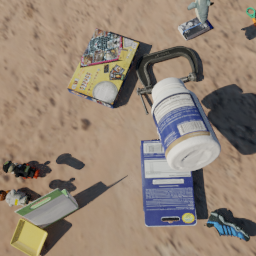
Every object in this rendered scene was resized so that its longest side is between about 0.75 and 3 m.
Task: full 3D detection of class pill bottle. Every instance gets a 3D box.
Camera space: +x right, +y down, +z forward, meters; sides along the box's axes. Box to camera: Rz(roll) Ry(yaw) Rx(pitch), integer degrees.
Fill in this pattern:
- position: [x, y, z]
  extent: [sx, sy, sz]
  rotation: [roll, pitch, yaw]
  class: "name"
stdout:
- position: [1.462, -0.192, 7.835]
  extent: [1.410, 1.410, 2.542]
  rotation: [-11, 52, -3]
  class: "pill bottle"

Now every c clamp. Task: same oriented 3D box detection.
- position: [1.490, -1.968, 10.704]
  extent: [2.777, 0.376, 2.372]
  rotation: [-22, 70, -5]
  class: "c clamp"

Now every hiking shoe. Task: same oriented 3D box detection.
- position: [3.213, 3.306, 9.075]
  extent: [1.399, 0.520, 0.606]
  rotation: [30, 81, 19]
  class: "hiking shoe"

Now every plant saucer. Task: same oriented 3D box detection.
- position: [-3.126, 3.493, 8.964]
  extent: [1.029, 0.249, 1.029]
  rotation: [26, 100, 7]
  class: "plant saucer"

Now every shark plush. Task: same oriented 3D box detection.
- position: [2.457, -3.917, 8.495]
  extent: [0.683, 1.504, 0.627]
  rotation: [-15, 70, -24]
  class: "shark plush"

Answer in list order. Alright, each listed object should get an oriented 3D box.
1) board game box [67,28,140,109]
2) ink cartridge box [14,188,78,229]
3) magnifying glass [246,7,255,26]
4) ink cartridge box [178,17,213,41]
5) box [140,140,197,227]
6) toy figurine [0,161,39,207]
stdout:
- position: [-0.895, -2.309, 10.693]
  extent: [1.858, 0.474, 2.742]
  rotation: [21, 75, 6]
  class: "board game box"
- position: [-2.455, 2.359, 8.583]
  extent: [1.370, 1.882, 0.451]
  rotation: [-28, 54, -8]
  class: "ink cartridge box"
- position: [5.151, -4.607, 11.571]
  extent: [0.356, 0.100, 0.894]
  rotation: [-12, 75, -4]
  class: "magnifying glass"
- position: [2.769, -4.113, 11.345]
  extent: [1.338, 0.262, 0.666]
  rotation: [-29, 75, -9]
  class: "ink cartridge box"
- position: [1.321, 1.815, 9.482]
  extent: [1.730, 0.463, 2.856]
  rotation: [-1, 72, 0]
  class: "box"
- position: [-3.571, 1.785, 9.013]
  extent: [0.986, 1.418, 1.396]
  rotation: [17, 78, -8]
  class: "toy figurine"
